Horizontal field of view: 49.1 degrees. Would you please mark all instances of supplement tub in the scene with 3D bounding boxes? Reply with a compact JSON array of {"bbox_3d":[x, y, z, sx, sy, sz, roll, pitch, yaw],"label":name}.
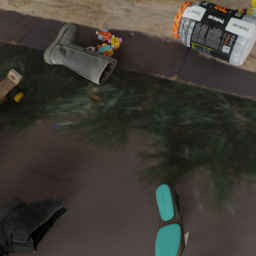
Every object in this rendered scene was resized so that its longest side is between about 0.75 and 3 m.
[{"bbox_3d":[3.035,-3.393,9.804,2.681,1.642,1.642,28,57,20],"label":"supplement tub"}]

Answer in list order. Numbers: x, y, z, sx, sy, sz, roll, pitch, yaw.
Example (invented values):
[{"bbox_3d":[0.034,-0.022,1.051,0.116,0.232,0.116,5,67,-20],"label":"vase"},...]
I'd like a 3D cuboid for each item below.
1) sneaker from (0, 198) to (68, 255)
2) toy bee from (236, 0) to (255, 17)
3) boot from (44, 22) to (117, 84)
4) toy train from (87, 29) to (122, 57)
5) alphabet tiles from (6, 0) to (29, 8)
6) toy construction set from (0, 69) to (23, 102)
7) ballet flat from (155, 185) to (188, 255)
[{"bbox_3d":[-2.449,2.343,5.936,1.217,0.701,2.333,22,52,22],"label":"sneaker"},{"bbox_3d":[5.059,-4.413,10.697,2.318,1.260,1.517,-17,84,9],"label":"toy bee"},{"bbox_3d":[-1.471,-2.657,9.757,2.331,0.846,2.119,17,68,22],"label":"boot"},{"bbox_3d":[-0.856,-3.056,10.368,1.128,0.418,1.501,15,50,13],"label":"toy train"},{"bbox_3d":[-4.986,-5.735,12.669,0.809,0.031,0.972,23,56,16],"label":"alphabet tiles"},{"bbox_3d":[-4.159,-1.493,7.841,2.299,2.757,2.118,32,53,13],"label":"toy construction set"},{"bbox_3d":[0.990,2.146,6.089,0.658,0.662,1.934,-25,40,31],"label":"ballet flat"}]
